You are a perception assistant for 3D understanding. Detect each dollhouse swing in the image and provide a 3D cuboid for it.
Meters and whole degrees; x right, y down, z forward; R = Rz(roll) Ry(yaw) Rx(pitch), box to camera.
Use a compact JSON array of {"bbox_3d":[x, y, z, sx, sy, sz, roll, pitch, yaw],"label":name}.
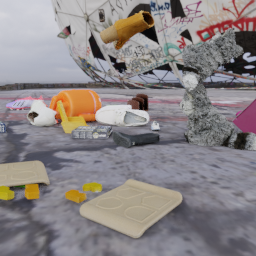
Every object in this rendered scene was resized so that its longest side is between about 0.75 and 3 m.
[{"bbox_3d":[-2.046,-0.467,10.614,1.164,1.126,1.281,-2,9,-9],"label":"dollhouse swing"}]

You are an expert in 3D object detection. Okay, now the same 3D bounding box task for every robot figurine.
[{"bbox_3d":[-2.304,-1.056,12.912,2.541,1.482,1.828,-9,10,-43],"label":"robot figurine"}]

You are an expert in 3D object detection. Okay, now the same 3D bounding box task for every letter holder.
[{"bbox_3d":[0.588,-1.589,17.185,0.722,1.021,1.437,-5,12,-28],"label":"letter holder"}]

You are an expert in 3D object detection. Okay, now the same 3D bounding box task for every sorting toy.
[{"bbox_3d":[-0.130,1.136,4.316,1.602,0.214,1.193,7,17,37],"label":"sorting toy"},{"bbox_3d":[-2.176,0.976,5.137,1.388,0.249,1.863,1,9,-22],"label":"sorting toy"}]

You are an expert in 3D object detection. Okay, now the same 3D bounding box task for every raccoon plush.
[{"bbox_3d":[2.489,-1.855,8.016,1.582,1.143,2.362,-21,36,27],"label":"raccoon plush"},{"bbox_3d":[2.769,-0.415,8.393,2.657,1.780,1.285,5,11,24],"label":"raccoon plush"}]

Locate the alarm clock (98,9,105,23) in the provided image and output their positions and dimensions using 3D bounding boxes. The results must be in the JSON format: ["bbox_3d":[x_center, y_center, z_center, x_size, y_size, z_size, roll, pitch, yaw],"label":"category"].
[{"bbox_3d":[-1.093,-4.756,11.836,0.262,0.531,0.788,-6,24,-1],"label":"alarm clock"}]

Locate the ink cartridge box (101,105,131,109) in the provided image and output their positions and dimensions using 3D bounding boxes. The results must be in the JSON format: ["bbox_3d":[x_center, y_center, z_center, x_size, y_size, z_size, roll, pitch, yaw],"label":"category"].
[{"bbox_3d":[-0.511,-0.639,12.769,1.195,0.690,1.642,1,10,7],"label":"ink cartridge box"}]

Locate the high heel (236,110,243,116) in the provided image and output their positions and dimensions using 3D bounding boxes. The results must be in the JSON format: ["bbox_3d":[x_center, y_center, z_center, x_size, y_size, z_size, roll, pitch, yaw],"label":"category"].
[{"bbox_3d":[5.650,-0.552,12.566,1.632,0.550,0.785,-1,-1,-25],"label":"high heel"}]

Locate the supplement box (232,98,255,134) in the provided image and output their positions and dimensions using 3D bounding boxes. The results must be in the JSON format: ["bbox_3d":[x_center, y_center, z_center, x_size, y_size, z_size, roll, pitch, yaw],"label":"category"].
[{"bbox_3d":[4.376,-0.470,8.790,1.131,1.434,2.191,48,30,16],"label":"supplement box"}]

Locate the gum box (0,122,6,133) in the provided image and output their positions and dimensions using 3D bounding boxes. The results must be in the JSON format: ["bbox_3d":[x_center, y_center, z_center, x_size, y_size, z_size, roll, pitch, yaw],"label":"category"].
[{"bbox_3d":[-5.488,-0.003,10.151,1.636,0.364,1.390,-9,13,-40],"label":"gum box"}]

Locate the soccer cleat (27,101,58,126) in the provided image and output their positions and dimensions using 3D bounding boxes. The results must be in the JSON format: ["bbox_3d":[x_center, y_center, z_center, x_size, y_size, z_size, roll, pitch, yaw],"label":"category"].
[{"bbox_3d":[-3.957,-0.628,12.250,1.049,0.937,2.705,-9,16,-32],"label":"soccer cleat"}]

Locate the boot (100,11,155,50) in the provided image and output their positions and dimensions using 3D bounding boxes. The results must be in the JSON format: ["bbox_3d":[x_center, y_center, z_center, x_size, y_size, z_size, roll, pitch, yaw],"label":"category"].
[{"bbox_3d":[0.151,-3.756,10.782,1.867,0.917,2.607,-17,11,18],"label":"boot"}]

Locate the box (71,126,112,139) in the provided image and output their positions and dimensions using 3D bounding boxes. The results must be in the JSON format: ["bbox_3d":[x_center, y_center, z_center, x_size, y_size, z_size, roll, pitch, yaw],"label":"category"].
[{"bbox_3d":[-1.199,0.140,9.540,1.219,0.299,0.983,1,9,5],"label":"box"}]

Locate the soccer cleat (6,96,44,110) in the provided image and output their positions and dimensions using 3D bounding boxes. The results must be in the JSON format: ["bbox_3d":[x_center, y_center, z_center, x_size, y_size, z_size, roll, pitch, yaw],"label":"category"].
[{"bbox_3d":[-6.502,-1.607,17.725,2.269,0.868,0.757,-4,11,-25],"label":"soccer cleat"}]

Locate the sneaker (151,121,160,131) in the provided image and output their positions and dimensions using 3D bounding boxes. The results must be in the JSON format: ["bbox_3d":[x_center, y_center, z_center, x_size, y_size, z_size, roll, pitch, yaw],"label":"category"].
[{"bbox_3d":[1.053,-0.078,10.748,0.311,0.314,0.866,1,11,-1],"label":"sneaker"}]

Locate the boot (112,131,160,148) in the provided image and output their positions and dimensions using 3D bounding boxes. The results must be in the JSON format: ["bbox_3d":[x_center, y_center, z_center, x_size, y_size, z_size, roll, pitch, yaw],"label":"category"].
[{"bbox_3d":[0.240,0.275,8.466,1.167,0.383,0.962,-12,25,-33],"label":"boot"}]

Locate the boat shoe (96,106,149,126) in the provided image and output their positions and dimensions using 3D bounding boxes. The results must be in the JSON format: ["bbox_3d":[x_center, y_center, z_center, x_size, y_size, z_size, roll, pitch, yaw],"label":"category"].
[{"bbox_3d":[-0.238,-0.462,11.510,2.251,0.797,0.780,1,10,0],"label":"boat shoe"}]
